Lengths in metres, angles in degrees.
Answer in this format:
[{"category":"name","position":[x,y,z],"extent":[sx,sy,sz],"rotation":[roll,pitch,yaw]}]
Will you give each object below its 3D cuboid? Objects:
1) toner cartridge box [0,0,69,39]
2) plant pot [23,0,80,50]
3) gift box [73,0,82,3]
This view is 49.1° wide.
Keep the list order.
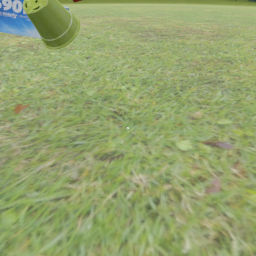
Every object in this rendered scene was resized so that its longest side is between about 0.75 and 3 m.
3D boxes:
[{"category":"toner cartridge box","position":[-3.309,-3.689,9.381],"extent":[2.485,1.180,0.536],"rotation":[1,25,-26]},{"category":"plant pot","position":[-2.212,-3.113,7.832],"extent":[1.324,1.257,1.324],"rotation":[-6,69,17]},{"category":"gift box","position":[-1.455,-4.672,8.587],"extent":[1.135,1.230,1.149],"rotation":[-9,71,7]}]
